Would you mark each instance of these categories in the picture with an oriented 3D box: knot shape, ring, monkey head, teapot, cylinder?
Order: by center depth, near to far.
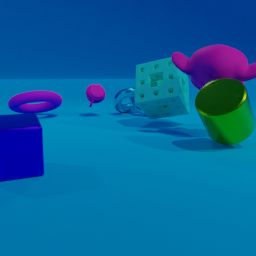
[{"bbox_3d":[1.816,-0.296,5.219,0.909,0.909,0.909,-20,45,21],"label":"cylinder"},{"bbox_3d":[1.836,-1.024,5.911,1.909,1.373,1.150,11,-22,19],"label":"monkey head"},{"bbox_3d":[-2.977,-0.812,9.061,1.675,0.335,1.675,-10,-9,-2],"label":"ring"},{"bbox_3d":[-1.105,-1.143,9.469,0.672,1.081,0.529,24,-34,-12],"label":"teapot"},{"bbox_3d":[0.383,-0.958,9.813,1.845,0.911,1.971,-3,10,-14],"label":"knot shape"}]

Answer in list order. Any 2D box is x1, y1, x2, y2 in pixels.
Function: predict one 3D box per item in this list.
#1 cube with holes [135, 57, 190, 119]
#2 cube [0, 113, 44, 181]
[{"bbox_3d":[0.949,-1.038,7.599,1.147,1.147,1.147,-7,-23,24],"label":"cube with holes"},{"bbox_3d":[-1.585,0.239,3.885,0.711,0.711,0.711,-5,20,-23],"label":"cube"}]
